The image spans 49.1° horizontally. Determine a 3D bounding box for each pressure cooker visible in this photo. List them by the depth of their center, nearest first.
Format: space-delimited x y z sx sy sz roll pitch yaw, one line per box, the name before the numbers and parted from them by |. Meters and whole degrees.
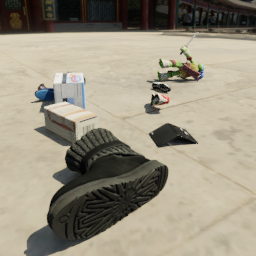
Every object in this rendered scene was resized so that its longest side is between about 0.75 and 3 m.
pressure cooker | -2.743 -2.484 14.576 0.891 0.877 0.997 -10 29 -30

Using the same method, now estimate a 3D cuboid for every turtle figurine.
turtle figurine | 2.974 -3.797 16.390 2.602 2.683 1.931 -10 -9 -12

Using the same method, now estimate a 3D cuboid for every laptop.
laptop | 1.467 0.322 9.155 1.213 0.626 1.075 20 18 -20

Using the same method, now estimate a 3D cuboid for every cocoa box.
cocoa box | -2.472 -1.578 12.013 1.226 1.246 1.868 -4 24 -9

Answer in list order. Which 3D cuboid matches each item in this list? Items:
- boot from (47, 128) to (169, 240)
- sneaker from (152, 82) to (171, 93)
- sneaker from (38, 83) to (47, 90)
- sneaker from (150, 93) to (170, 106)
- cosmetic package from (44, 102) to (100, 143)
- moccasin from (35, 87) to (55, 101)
boot | -0.832 1.002 6.135 2.279 1.147 3.048 29 25 36
sneaker | 1.787 -2.123 14.276 0.503 0.463 1.257 -14 27 -33
sneaker | -4.056 -1.986 13.884 0.879 0.508 0.333 -15 28 -30
sneaker | 1.337 -1.142 11.722 0.636 0.577 1.497 5 8 -11
cosmetic package | -1.907 -0.207 9.404 1.896 0.827 0.980 21 31 39
moccasin | -3.617 -1.583 12.967 1.522 0.612 0.519 -4 34 -42
